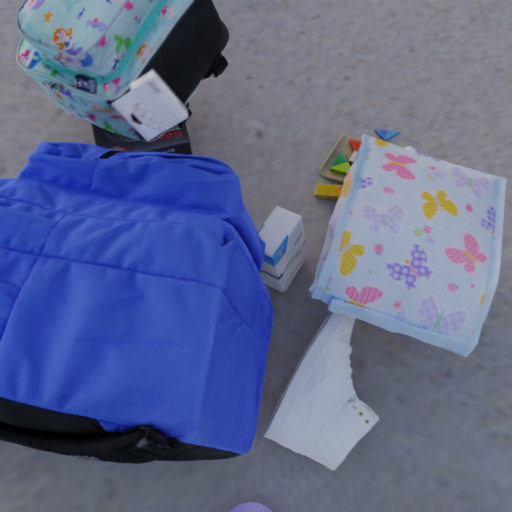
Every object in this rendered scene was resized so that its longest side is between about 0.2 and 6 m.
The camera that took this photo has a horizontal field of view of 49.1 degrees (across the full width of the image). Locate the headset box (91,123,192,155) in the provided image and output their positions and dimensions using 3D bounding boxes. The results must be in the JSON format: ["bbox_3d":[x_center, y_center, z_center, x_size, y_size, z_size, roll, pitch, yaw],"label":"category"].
[{"bbox_3d":[-2.183,-2.409,10.526,1.677,0.846,2.256,-14,65,-6],"label":"headset box"}]

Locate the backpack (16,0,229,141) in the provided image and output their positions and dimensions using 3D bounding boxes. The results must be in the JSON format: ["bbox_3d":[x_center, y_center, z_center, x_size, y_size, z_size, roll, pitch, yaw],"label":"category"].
[{"bbox_3d":[-2.409,-3.563,9.198,3.089,2.325,2.742,22,76,36],"label":"backpack"}]

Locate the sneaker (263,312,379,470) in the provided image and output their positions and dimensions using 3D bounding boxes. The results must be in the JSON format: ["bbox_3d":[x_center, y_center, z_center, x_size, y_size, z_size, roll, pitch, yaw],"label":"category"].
[{"bbox_3d":[1.282,1.951,8.506,1.410,0.899,2.440,28,73,7],"label":"sneaker"}]

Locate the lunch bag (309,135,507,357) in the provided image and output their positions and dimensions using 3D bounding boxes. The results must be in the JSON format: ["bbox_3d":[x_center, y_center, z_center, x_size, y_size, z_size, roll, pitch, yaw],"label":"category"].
[{"bbox_3d":[2.279,-0.089,8.682,2.473,1.854,2.916,17,55,4],"label":"lunch bag"}]

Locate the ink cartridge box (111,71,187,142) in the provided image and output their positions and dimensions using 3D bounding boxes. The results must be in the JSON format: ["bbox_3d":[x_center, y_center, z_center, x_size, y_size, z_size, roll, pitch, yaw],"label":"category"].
[{"bbox_3d":[-1.235,-1.730,6.523,0.599,0.680,0.152,-26,49,17],"label":"ink cartridge box"}]

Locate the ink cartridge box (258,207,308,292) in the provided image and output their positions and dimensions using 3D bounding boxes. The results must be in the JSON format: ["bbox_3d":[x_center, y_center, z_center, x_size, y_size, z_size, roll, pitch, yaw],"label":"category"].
[{"bbox_3d":[0.390,-0.082,9.206,0.505,1.199,0.867,26,66,24],"label":"ink cartridge box"}]

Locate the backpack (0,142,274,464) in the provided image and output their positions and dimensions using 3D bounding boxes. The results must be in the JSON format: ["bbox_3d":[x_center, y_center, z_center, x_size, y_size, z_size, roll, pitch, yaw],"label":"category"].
[{"bbox_3d":[-2.284,0.620,7.556,4.680,3.803,3.927,5,65,12],"label":"backpack"}]

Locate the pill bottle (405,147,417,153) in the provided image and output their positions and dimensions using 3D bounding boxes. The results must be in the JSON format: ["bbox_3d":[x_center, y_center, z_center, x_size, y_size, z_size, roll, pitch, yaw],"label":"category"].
[{"bbox_3d":[2.765,-1.742,10.494,0.343,0.343,0.617,28,68,13],"label":"pill bottle"}]

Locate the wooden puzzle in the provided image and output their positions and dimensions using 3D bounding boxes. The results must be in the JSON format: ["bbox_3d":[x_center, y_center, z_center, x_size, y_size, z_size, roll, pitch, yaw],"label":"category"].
[{"bbox_3d":[1.904,-1.761,10.459,1.267,0.220,1.878,16,63,22],"label":"wooden puzzle"}]

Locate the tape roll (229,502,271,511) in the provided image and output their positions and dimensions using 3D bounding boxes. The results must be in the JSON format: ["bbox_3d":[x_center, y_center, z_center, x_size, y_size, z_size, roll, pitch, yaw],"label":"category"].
[{"bbox_3d":[-0.091,3.878,7.716,0.861,0.282,0.861,7,58,-12],"label":"tape roll"}]
